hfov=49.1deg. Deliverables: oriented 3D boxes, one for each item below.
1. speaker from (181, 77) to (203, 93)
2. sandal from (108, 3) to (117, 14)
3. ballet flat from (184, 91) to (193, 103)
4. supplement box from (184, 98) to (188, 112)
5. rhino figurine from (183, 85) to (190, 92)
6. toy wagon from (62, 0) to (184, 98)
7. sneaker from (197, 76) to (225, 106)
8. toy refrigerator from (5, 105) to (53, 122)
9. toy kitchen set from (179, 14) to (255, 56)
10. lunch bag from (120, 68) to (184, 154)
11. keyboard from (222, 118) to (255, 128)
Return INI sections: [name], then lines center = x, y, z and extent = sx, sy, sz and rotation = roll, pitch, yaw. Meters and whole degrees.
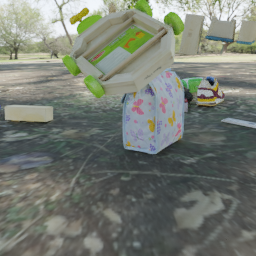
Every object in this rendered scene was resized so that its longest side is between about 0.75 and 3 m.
[speaker]
center = 3.573, -2.370, 15.533
extent = 1.836, 0.812, 0.812
rotation = -12, 20, -33
[sandal]
center = -0.570, -4.054, 10.133
extent = 0.300, 0.819, 0.269
rotation = 3, 38, -5
[ballet flat]
center = 1.829, -1.292, 12.596
extent = 2.150, 0.611, 0.715
rotation = 1, 60, 8
[supplement box]
center = 2.102, -0.954, 11.457
extent = 0.656, 0.367, 1.206
rotation = 3, 15, 9
[rhino figurine]
center = 2.569, -1.814, 13.939
extent = 0.939, 0.642, 2.148
rotation = -1, 18, -5
[toy wagon]
center = -0.275, -1.631, 5.292
extent = 1.977, 0.504, 2.548
rotation = -40, 51, -8
[sneaker]
center = 3.836, -1.763, 12.723
extent = 0.996, 1.198, 2.659
rotation = 8, 18, 25
[toy refrigerator]
center = -3.400, -0.490, 9.646
extent = 1.499, 0.525, 0.569
rotation = 4, 10, 9
[toy kitchen set]
center = 2.758, -2.709, 8.440
extent = 1.916, 1.129, 1.535
rotation = 17, 24, 22
[lunch bag]
center = 0.659, -0.513, 7.174
extent = 1.221, 1.921, 1.629
rotation = 11, 20, 32
[keyboard]
center = 4.001, -0.114, 9.133
extent = 0.513, 0.097, 1.822
rotation = -9, 18, -44
